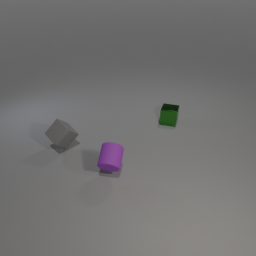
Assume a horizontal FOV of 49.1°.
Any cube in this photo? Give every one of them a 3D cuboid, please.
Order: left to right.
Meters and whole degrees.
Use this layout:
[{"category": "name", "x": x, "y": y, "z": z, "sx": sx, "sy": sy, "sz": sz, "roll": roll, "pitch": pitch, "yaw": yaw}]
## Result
[{"category": "cube", "x": -2.323, "y": 0.207, "z": 9.866, "sx": 0.700, "sy": 0.700, "sz": 0.700, "roll": 41, "pitch": 4, "yaw": 24}, {"category": "cube", "x": 1.755, "y": -0.557, "z": 11.846, "sx": 0.700, "sy": 0.700, "sz": 0.700, "roll": 9, "pitch": 30, "yaw": 14}]

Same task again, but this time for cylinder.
[{"category": "cylinder", "x": -0.519, "y": 0.882, "z": 8.486, "sx": 0.700, "sy": 0.700, "sz": 0.700, "roll": 6, "pitch": 64, "yaw": 10}]
